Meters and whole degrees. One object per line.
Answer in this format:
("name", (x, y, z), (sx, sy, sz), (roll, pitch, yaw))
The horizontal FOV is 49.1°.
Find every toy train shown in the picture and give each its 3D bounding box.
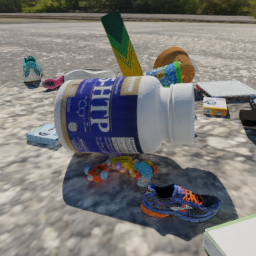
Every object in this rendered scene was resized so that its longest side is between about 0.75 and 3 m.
("toy train", (-0.116, 0.984, 5.850), (1.432, 0.398, 1.076), (8, 28, 24))

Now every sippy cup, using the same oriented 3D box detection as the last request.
("sippy cup", (1.318, -1.701, 10.300), (1.232, 1.320, 1.681), (-9, -8, 6))

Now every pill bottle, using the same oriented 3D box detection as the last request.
("pill bottle", (0.005, -0.303, 6.540), (2.988, 1.789, 1.789), (-1, 24, 15))

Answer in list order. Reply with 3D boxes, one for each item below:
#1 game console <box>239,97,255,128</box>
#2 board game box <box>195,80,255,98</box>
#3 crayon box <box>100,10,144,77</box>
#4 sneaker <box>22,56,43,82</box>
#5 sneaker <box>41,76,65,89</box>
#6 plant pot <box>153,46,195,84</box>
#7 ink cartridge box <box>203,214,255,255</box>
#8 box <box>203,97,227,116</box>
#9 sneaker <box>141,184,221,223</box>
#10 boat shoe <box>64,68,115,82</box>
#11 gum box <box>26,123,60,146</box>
("game console", (4.254, -0.568, 8.697), (1.664, 0.340, 2.820), (1, 21, 12))
("board game box", (3.970, -1.539, 11.378), (1.936, 0.250, 1.936), (-4, 26, -7))
("crayon box", (-0.104, -2.734, 10.308), (0.727, 2.860, 1.816), (-21, 18, 6))
("sneaker", (-4.646, -3.002, 13.606), (0.996, 1.023, 2.570), (-9, 26, -19))
("sneaker", (-3.248, -1.941, 12.167), (1.179, 0.466, 0.563), (-21, 11, -40))
("plant pot", (2.062, -2.432, 11.921), (1.673, 1.673, 1.171), (-11, 44, -22))
("ink cartridge box", (2.041, 1.917, 3.750), (1.284, 0.423, 1.765), (-8, 26, -18))
("box", (3.020, -0.793, 9.789), (0.755, 0.263, 1.268), (6, 23, 13))
("sneaker", (0.939, 1.286, 4.957), (1.410, 0.553, 0.531), (1, 26, 2))
("boat shoe", (-1.722, -2.209, 12.141), (2.360, 0.846, 0.800), (-14, 29, -33))
("gum box", (-2.174, 0.159, 7.777), (0.965, 0.215, 0.820), (9, 27, 19))
